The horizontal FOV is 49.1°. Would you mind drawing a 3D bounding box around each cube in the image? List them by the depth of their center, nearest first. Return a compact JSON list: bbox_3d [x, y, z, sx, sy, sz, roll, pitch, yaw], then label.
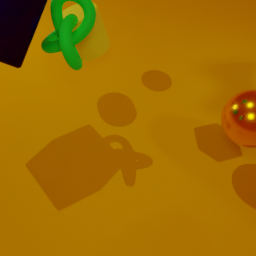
[{"bbox_3d":[-2.452,-2.046,4.753,1.385,1.385,1.385,35,104,42],"label":"cube"}]

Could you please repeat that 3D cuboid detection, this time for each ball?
[{"bbox_3d":[2.357,-0.177,5.340,1.114,1.114,1.114,0,54,0],"label":"ball"}]

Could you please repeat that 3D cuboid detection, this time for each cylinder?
[{"bbox_3d":[-1.018,-2.245,6.554,0.983,0.983,0.983,-10,47,11],"label":"cylinder"}]

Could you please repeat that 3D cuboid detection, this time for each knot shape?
[{"bbox_3d":[-1.158,-1.756,5.174,0.633,1.369,1.281,1,6,-36],"label":"knot shape"}]
